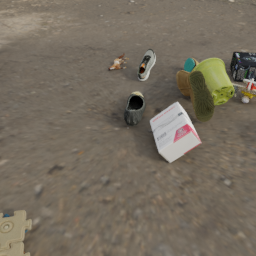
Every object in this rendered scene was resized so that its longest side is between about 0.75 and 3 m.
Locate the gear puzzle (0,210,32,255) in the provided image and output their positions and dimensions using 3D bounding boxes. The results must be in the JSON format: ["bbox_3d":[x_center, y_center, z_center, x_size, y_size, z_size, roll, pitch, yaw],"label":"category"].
[{"bbox_3d":[-2.332,2.664,4.461,1.476,0.373,2.851,-6,41,-11],"label":"gear puzzle"}]

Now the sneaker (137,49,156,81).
[{"bbox_3d":[0.681,-2.381,10.403,0.465,0.499,1.258,16,80,22],"label":"sneaker"}]

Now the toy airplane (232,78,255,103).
[{"bbox_3d":[3.933,-1.171,9.088,1.051,0.745,1.055,20,7,-20],"label":"toy airplane"}]

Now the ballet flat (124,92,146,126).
[{"bbox_3d":[0.247,-0.688,8.480,0.613,0.524,1.846,9,32,2],"label":"ballet flat"}]

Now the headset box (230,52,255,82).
[{"bbox_3d":[4.794,-2.312,10.672,1.494,0.693,1.300,6,38,8],"label":"headset box"}]

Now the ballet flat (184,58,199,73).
[{"bbox_3d":[2.563,-2.026,10.456,0.619,0.674,1.963,22,32,-16],"label":"ballet flat"}]

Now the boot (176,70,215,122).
[{"bbox_3d":[2.051,-1.070,8.755,0.598,1.585,1.809,-12,9,-1],"label":"boot"}]

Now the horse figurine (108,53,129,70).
[{"bbox_3d":[-0.358,-2.660,11.431,0.709,0.267,1.069,-7,43,19],"label":"horse figurine"}]

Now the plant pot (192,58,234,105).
[{"bbox_3d":[2.850,-1.436,9.230,1.282,1.282,1.179,-9,50,-12],"label":"plant pot"}]

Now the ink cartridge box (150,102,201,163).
[{"bbox_3d":[1.180,0.084,7.241,0.955,0.557,1.320,-35,33,18],"label":"ink cartridge box"}]
